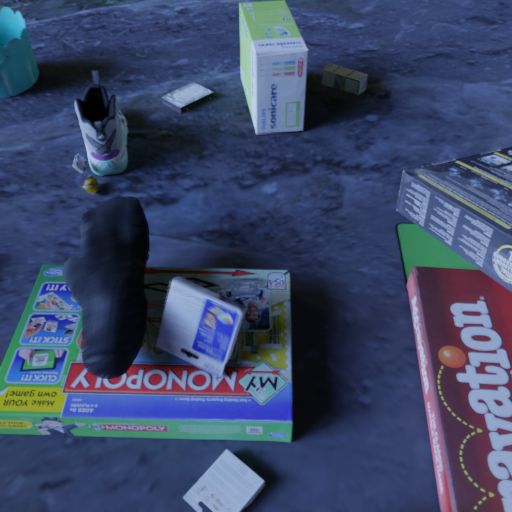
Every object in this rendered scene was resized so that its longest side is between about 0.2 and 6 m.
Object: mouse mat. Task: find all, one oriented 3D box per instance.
[{"bbox_3d":[3.606,0.076,9.577,2.298,0.087,1.849,3,45,1],"label":"mouse mat"}]

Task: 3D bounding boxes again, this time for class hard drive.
[{"bbox_3d":[-1.635,-3.782,13.363,1.038,0.196,0.725,-35,54,-29],"label":"hard drive"}]

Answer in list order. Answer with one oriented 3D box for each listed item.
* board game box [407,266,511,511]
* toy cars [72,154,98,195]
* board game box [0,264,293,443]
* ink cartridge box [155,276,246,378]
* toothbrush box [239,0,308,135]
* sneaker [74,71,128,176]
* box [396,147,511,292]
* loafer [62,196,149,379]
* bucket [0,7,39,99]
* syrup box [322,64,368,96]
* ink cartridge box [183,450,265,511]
[{"bbox_3d":[3.671,2.414,6.849,2.950,0.557,5.731,3,45,3],"label":"board game box"},{"bbox_3d":[-3.362,-1.563,10.920,0.212,0.429,0.957,-34,79,20],"label":"toy cars"},{"bbox_3d":[-1.448,1.277,8.022,3.917,0.570,2.636,1,44,1],"label":"board game box"},{"bbox_3d":[-0.735,0.924,7.282,1.018,1.030,0.242,23,24,12],"label":"ink cartridge box"},{"bbox_3d":[0.326,-4.284,12.626,1.142,1.931,2.652,-5,44,-5],"label":"toothbrush box"},{"bbox_3d":[-3.184,-3.032,11.483,0.984,1.770,2.530,-13,46,-13],"label":"sneaker"},{"bbox_3d":[4.683,-0.576,9.046,3.059,0.932,3.795,-14,37,-24],"label":"box"},{"bbox_3d":[-2.133,0.374,7.836,1.094,1.058,3.116,-10,45,2],"label":"loafer"},{"bbox_3d":[-6.395,-4.867,13.516,2.154,1.402,2.154,-1,48,1],"label":"bucket"},{"bbox_3d":[2.164,-4.336,13.757,1.045,0.411,0.425,27,51,25],"label":"syrup box"},{"bbox_3d":[-0.381,2.833,6.750,0.639,0.224,0.786,31,60,28],"label":"ink cartridge box"}]
